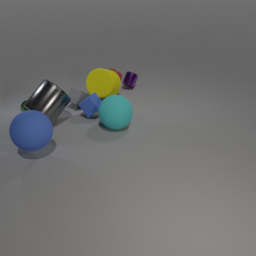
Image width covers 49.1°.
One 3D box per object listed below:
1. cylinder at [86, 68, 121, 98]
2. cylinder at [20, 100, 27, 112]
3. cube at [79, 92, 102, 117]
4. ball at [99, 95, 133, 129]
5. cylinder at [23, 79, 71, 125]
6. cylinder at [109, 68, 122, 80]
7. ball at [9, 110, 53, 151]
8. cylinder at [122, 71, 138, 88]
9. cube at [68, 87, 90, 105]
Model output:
[{"bbox_3d":[-1.190,-2.210,13.922,1.400,1.400,1.400,7,9,13],"label":"cylinder"},{"bbox_3d":[-4.343,-0.827,12.504,0.700,0.700,0.700,-21,35,-33],"label":"cylinder"},{"bbox_3d":[-1.607,-1.032,12.354,0.700,0.700,0.700,-31,13,26],"label":"cube"},{"bbox_3d":[-0.503,-0.649,11.450,1.400,1.400,1.400,0,29,0],"label":"ball"},{"bbox_3d":[-3.346,-1.054,11.681,1.400,1.400,1.400,26,76,38],"label":"cylinder"},{"bbox_3d":[-0.830,-3.061,16.484,0.700,0.700,0.700,-20,42,-32],"label":"cylinder"},{"bbox_3d":[-3.272,0.094,9.508,1.400,1.400,1.400,0,29,0],"label":"ball"},{"bbox_3d":[0.127,-2.691,15.608,0.700,0.700,0.700,21,-2,1],"label":"cylinder"},{"bbox_3d":[-2.355,-1.449,13.255,0.700,0.700,0.700,22,2,27],"label":"cube"}]
